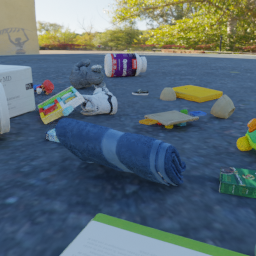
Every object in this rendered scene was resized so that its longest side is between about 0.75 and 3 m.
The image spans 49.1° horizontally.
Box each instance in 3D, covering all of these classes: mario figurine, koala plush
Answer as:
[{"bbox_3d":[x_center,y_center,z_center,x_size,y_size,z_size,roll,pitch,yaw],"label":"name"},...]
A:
[{"bbox_3d":[-4.591,-2.012,14.967,1.585,0.840,0.978,0,52,33],"label":"mario figurine"},{"bbox_3d":[-2.180,-2.928,16.064,1.888,1.674,1.735,10,33,26],"label":"koala plush"}]

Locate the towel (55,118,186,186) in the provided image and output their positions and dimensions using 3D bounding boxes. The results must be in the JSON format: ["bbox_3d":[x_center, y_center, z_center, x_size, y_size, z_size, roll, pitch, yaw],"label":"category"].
[{"bbox_3d":[-0.207,0.523,6.022,2.753,0.668,1.537,14,-19,29],"label":"towel"}]

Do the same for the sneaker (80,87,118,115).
[{"bbox_3d":[-1.395,-1.159,11.651,1.336,0.873,2.325,-5,23,-22],"label":"sneaker"}]

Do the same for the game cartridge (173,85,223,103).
[{"bbox_3d":[3.410,-1.776,14.405,2.016,0.371,2.287,-14,26,-36],"label":"game cartridge"}]

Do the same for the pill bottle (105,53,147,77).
[{"bbox_3d":[-0.189,-4.710,20.921,2.989,1.681,1.681,-5,19,-13],"label":"pill bottle"}]

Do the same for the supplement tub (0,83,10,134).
[{"bbox_3d":[-4.858,-0.422,7.986,2.526,1.824,1.824,-11,21,-30],"label":"supplement tub"}]

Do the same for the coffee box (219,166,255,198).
[{"bbox_3d":[2.568,1.136,5.797,1.278,0.281,0.786,6,20,18],"label":"coffee box"}]

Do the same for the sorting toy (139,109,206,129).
[{"bbox_3d":[1.512,-0.281,9.938,2.637,0.359,1.485,-10,17,-28],"label":"sorting toy"}]

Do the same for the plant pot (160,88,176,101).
[{"bbox_3d":[1.991,-1.701,13.815,0.805,0.541,0.805,0,18,0],"label":"plant pot"}]

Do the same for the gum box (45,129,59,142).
[{"bbox_3d":[-1.825,0.195,8.646,1.097,0.244,0.932,9,21,25],"label":"gum box"}]

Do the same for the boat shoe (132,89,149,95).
[{"bbox_3d":[0.647,-1.898,14.764,0.877,0.299,0.324,4,19,11],"label":"boat shoe"}]

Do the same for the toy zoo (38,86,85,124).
[{"bbox_3d":[-2.609,-0.909,10.786,1.676,0.261,2.555,-32,26,-8],"label":"toy zoo"}]

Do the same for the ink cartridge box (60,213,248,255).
[{"bbox_3d":[-0.003,2.024,1.927,2.094,1.073,2.833,8,21,22],"label":"ink cartridge box"}]

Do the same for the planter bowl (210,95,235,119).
[{"bbox_3d":[3.664,-0.733,10.642,0.896,0.896,0.603,-18,53,-43],"label":"planter bowl"}]

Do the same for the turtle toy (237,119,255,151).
[{"bbox_3d":[3.963,0.245,7.245,1.499,1.040,2.057,-8,20,-22],"label":"turtle toy"}]

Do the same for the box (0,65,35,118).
[{"bbox_3d":[-5.634,-1.371,10.754,2.823,1.845,2.808,8,20,22],"label":"box"}]
